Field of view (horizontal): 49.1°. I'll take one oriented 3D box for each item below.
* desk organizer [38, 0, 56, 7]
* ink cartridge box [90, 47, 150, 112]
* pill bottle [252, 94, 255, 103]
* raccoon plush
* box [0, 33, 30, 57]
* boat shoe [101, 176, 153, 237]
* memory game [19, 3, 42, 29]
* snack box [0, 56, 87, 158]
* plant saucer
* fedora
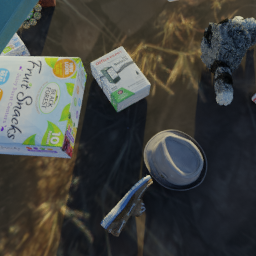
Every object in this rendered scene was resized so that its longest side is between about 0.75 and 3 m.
[{"bbox_3d":[-2.907,-4.323,9.477,0.846,0.326,0.303,-5,70,-2],"label":"desk organizer"},{"bbox_3d":[-0.242,-1.441,8.223,1.136,0.654,1.557,-31,73,-11],"label":"ink cartridge box"},{"bbox_3d":[4.030,-0.728,8.056,0.472,0.472,0.840,-39,75,-13],"label":"pill bottle"},{"bbox_3d":[3.304,-2.058,8.406,1.866,1.347,2.785,-3,91,-13],"label":"raccoon plush"},{"bbox_3d":[-3.723,-2.326,8.603,1.111,0.563,0.625,-35,73,-12],"label":"box"},{"bbox_3d":[0.105,1.956,7.039,0.614,0.613,1.698,42,85,9],"label":"boat shoe"},{"bbox_3d":[-3.432,-3.863,9.230,1.194,0.076,1.194,0,90,2],"label":"memory game"},{"bbox_3d":[-2.430,-0.497,5.799,2.820,0.747,2.006,3,68,7],"label":"snack box"},{"bbox_3d":[-2.328,-1.689,4.773,2.200,0.209,0.769,-37,80,31],"label":"plant saucer"},{"bbox_3d":[1.289,0.749,7.330,1.575,0.804,1.780,-32,73,-11],"label":"fedora"}]
